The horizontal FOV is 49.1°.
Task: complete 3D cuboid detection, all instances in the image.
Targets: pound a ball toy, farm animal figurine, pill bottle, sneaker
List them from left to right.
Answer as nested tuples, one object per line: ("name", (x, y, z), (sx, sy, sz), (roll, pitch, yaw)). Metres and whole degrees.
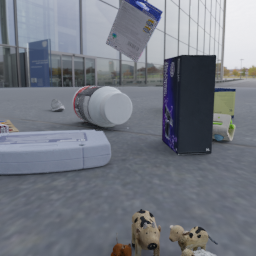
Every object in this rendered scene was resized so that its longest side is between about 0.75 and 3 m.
("sneaker", (-3.431, -1.118, 13.369), (0.520, 0.571, 1.393), (-7, 12, -33))
("pill bottle", (-0.853, -0.720, 9.167), (1.293, 1.293, 2.336), (-6, 11, -30))
("farm animal figurine", (0.318, 0.954, 2.297), (0.860, 0.432, 0.694), (6, 12, 29))
("pound a ball toy", (1.874, -0.092, 7.169), (1.441, 0.612, 0.939), (8, -22, 36))

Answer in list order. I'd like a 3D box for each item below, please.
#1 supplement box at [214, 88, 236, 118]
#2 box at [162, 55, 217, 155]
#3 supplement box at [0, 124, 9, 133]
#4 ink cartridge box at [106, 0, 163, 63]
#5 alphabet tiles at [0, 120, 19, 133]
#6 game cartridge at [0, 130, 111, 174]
("supplement box", (3.429, -0.947, 10.791), (1.145, 1.144, 0.769), (-5, 12, -27))
("box", (1.284, -0.552, 6.221), (0.790, 2.004, 1.414), (-2, 10, -9))
("supplement box", (-3.675, 0.147, 6.955), (0.646, 0.362, 1.188), (9, 13, 40))
("ink cartridge box", (0.192, -3.276, 9.072), (1.300, 2.178, 0.457), (32, 55, -2))
("alphabet tiles", (-4.789, -0.002, 8.559), (2.360, 0.107, 2.823), (-6, 12, -28))
("game cartridge", (-1.616, 0.407, 5.327), (2.474, 0.506, 1.646), (-2, 7, -10))
